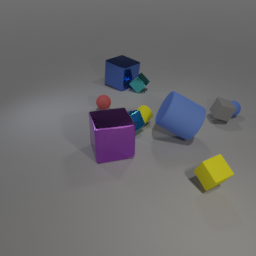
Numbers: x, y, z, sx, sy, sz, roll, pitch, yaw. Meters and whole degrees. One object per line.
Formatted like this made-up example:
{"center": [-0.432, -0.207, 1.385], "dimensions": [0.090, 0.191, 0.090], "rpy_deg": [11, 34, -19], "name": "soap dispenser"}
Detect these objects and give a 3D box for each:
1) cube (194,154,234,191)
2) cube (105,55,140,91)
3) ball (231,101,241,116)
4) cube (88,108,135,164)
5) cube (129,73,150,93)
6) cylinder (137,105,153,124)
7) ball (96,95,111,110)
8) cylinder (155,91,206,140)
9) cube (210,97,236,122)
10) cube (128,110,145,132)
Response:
{"center": [2.510, 1.308, 8.252], "dimensions": [0.700, 0.700, 0.700], "rpy_deg": [-19, 65, -22], "name": "cube"}
{"center": [-0.333, -3.115, 15.781], "dimensions": [1.400, 1.400, 1.400], "rpy_deg": [30, 41, 30], "name": "cube"}
{"center": [4.713, -0.884, 12.624], "dimensions": [0.700, 0.700, 0.700], "rpy_deg": [0, 30, 0], "name": "ball"}
{"center": [-0.594, 0.237, 10.142], "dimensions": [1.400, 1.400, 1.400], "rpy_deg": [-8, 31, -13], "name": "cube"}
{"center": [0.630, -2.453, 15.222], "dimensions": [0.700, 0.700, 0.700], "rpy_deg": [47, 36, -6], "name": "cube"}
{"center": [0.581, -0.505, 11.978], "dimensions": [0.700, 0.700, 0.700], "rpy_deg": [24, 53, 35], "name": "cylinder"}
{"center": [-1.141, -1.204, 13.082], "dimensions": [0.700, 0.700, 0.700], "rpy_deg": [0, 30, 0], "name": "ball"}
{"center": [1.966, -0.470, 10.594], "dimensions": [1.400, 1.400, 1.400], "rpy_deg": [27, 30, -8], "name": "cylinder"}
{"center": [4.079, -0.803, 12.061], "dimensions": [0.700, 0.700, 0.700], "rpy_deg": [15, 34, -14], "name": "cube"}
{"center": [0.143, -0.265, 11.373], "dimensions": [0.700, 0.700, 0.700], "rpy_deg": [-34, 19, -34], "name": "cube"}
